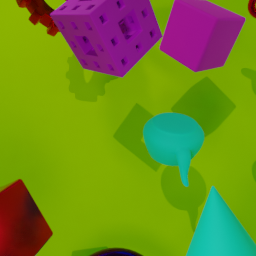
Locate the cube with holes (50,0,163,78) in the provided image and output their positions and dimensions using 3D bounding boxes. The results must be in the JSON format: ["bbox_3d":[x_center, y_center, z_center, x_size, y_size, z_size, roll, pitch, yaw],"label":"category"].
[{"bbox_3d":[-0.358,-1.842,5.055,1.201,1.201,1.201,22,63,43],"label":"cube with holes"}]

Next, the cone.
[{"bbox_3d":[1.294,1.546,3.910,1.511,1.511,1.517,-10,94,-2],"label":"cone"}]

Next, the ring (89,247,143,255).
[{"bbox_3d":[-0.162,3.055,4.733,2.002,0.400,2.002,9,46,-10],"label":"ring"}]

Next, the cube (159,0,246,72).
[{"bbox_3d":[1.585,-2.037,6.109,1.135,1.135,1.135,-19,49,-39],"label":"cube"}]

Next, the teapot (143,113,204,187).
[{"bbox_3d":[0.912,0.322,5.677,1.220,1.962,0.961,-2,120,-9],"label":"teapot"}]

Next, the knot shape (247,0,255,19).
[{"bbox_3d":[3.393,-2.649,6.527,0.539,1.092,1.167,-46,55,7],"label":"knot shape"}]

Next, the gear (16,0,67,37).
[{"bbox_3d":[-1.714,-3.014,6.601,1.821,0.337,1.821,19,60,-36],"label":"gear"}]

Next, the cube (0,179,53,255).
[{"bbox_3d":[-1.852,1.459,3.826,0.983,0.983,0.983,-25,97,21],"label":"cube"}]
